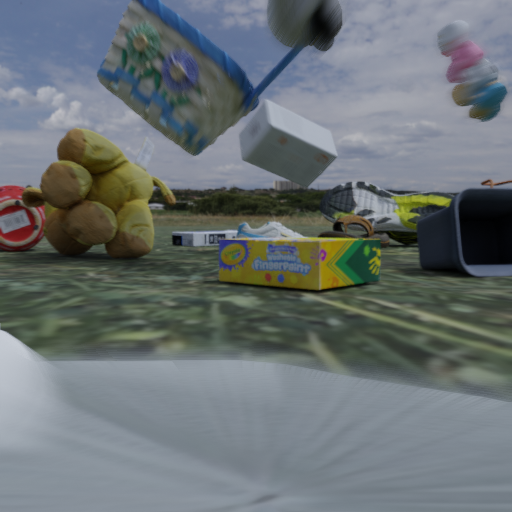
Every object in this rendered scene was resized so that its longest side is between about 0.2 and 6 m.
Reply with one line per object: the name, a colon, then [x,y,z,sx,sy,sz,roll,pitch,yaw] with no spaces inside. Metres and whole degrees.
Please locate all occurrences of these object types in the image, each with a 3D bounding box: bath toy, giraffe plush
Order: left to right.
giraffe plush: [-2.917,-0.869,9.596,2.079,2.213,2.564,-25,22,30]
bath toy: [3.989,-3.503,10.564,0.889,2.043,0.755,-32,-34,31]

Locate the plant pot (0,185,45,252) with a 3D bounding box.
plant pot: [-4.828,-0.702,11.171,1.322,1.322,1.204,-2,14,-27]

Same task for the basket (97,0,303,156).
basket: [-0.726,-2.859,7.798,2.235,2.535,1.763,37,-2,10]

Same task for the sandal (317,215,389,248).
sandal: [2.135,-0.507,11.904,1.093,0.730,2.674,4,5,35]

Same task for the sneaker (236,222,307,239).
sneaker: [0.416,-0.256,9.196,1.500,0.606,0.574,0,2,-12]

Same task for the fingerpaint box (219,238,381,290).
fingerpaint box: [0.424,0.053,5.544,1.253,0.459,1.045,2,4,41]

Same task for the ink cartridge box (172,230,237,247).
ink cartridge box: [-1.072,-0.440,13.891,1.857,0.364,0.924,-5,6,-41]

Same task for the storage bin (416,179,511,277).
storage bin: [2.781,-0.287,6.853,1.596,1.161,1.072,-1,-6,-19]

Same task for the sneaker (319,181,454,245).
sneaker: [3.167,-0.823,13.453,3.363,1.252,1.423,11,-24,22]

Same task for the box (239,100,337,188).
box: [0.597,-2.095,10.629,1.559,0.760,0.969,19,-44,-30]

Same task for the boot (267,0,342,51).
boot: [0.571,-2.703,6.501,0.697,0.906,1.896,-27,-11,7]
